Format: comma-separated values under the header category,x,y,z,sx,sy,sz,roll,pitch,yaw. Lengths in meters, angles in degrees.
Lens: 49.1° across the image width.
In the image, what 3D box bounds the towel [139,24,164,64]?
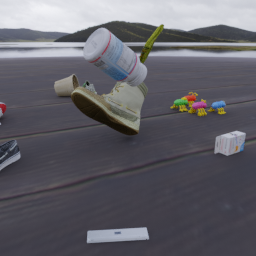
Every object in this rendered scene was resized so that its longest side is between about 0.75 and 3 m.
category,x,y,z,sx,sy,sz,roll,pitch,yaw
towel,0.614,-2.366,8.641,0.182,0.866,2.012,37,-13,0

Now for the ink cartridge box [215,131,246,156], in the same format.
category,x,y,z,sx,sy,sz,roll,pitch,yaw
ink cartridge box,2.565,0.394,7.033,0.822,0.473,0.279,-12,21,-32

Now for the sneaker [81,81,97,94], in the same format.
category,x,y,z,sx,sy,sz,roll,pitch,yaw
sneaker,-2.055,-2.065,14.259,0.641,0.739,1.668,-11,21,-31

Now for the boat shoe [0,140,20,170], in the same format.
category,x,y,z,sx,sy,sz,roll,pitch,yaw
boat shoe,-2.940,0.659,6.137,0.544,0.515,1.518,6,19,18

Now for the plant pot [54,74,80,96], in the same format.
category,x,y,z,sx,sy,sz,roll,pitch,yaw
plant pot,-3.036,-2.018,13.866,1.013,1.106,1.106,-10,17,8

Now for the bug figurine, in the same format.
category,x,y,z,sx,sy,sz,roll,pitch,yaw
bug figurine,2.774,-0.981,11.209,1.645,0.546,2.121,-14,23,-36

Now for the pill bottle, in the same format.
category,x,y,z,sx,sy,sz,roll,pitch,yaw
pill bottle,-0.263,-1.641,6.827,1.551,0.844,0.844,30,-5,-40

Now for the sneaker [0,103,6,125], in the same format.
category,x,y,z,sx,sy,sz,roll,pitch,yaw
sneaker,-4.525,-0.475,9.618,0.868,0.550,1.543,2,25,20

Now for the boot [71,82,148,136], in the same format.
category,x,y,z,sx,sy,sz,roll,pitch,yaw
boot,-0.423,-0.966,7.941,2.206,1.706,0.795,30,-27,-28

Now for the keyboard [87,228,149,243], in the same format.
category,x,y,z,sx,sy,sz,roll,pitch,yaw
keyboard,-0.148,1.569,4.107,0.887,0.047,0.250,-1,13,-5
